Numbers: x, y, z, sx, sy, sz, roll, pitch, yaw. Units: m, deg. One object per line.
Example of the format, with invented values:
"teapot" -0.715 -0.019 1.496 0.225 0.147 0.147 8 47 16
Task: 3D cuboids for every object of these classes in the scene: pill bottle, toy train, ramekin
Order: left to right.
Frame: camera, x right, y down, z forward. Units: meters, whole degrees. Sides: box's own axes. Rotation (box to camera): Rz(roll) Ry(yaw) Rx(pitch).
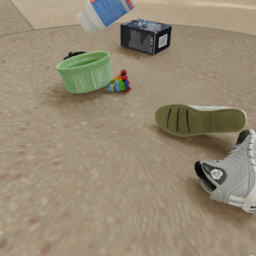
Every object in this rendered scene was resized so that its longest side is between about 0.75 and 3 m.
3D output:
"ramekin" -1.457 -1.964 9.843 1.899 0.927 1.899 -11 27 6
"pill bottle" -0.748 -3.950 9.290 1.857 1.042 1.042 -32 36 11
"toy train" -0.374 -1.798 10.312 0.797 0.583 1.377 -14 36 3

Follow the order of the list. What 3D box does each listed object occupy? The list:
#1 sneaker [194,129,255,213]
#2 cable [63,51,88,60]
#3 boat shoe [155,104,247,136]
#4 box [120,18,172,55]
"sneaker" 2.280 0.750 6.505 1.379 0.896 2.388 8 38 15
"cable" -2.200 -3.043 12.153 1.232 0.313 1.005 19 40 23
"boat shoe" 2.009 -0.212 7.885 2.471 0.924 0.845 6 5 25
"box" 0.838 -4.402 13.365 1.997 1.069 1.483 24 42 29
